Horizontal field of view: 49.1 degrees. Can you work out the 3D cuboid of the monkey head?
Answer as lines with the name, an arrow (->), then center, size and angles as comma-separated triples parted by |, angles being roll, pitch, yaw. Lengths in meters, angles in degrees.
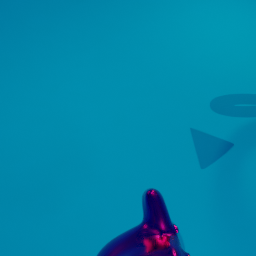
monkey head -> 0.091, 1.555, 3.442 | 1.204, 1.998, 1.437 | -14, 75, -8
